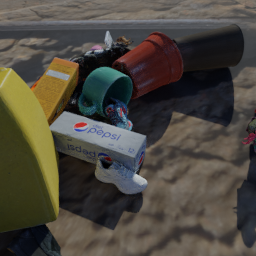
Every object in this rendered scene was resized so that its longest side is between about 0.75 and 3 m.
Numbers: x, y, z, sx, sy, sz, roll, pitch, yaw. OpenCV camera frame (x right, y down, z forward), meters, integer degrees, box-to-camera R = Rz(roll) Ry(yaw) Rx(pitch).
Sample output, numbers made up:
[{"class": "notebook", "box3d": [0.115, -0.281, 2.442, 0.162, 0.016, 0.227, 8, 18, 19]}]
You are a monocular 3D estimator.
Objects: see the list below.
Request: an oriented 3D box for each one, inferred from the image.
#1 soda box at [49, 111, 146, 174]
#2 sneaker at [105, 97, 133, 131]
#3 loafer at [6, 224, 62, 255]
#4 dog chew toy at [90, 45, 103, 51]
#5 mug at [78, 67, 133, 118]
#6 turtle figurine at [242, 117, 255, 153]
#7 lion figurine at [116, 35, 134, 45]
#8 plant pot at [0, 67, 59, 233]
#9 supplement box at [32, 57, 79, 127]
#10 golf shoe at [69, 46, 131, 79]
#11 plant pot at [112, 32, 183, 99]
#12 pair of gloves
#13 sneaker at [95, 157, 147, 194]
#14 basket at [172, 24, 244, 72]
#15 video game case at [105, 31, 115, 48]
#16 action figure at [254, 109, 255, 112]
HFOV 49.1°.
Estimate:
[{"class": "soda box", "box3d": [-0.857, 0.411, 7.809, 2.643, 0.838, 0.902, 16, 44, 17]}, {"class": "sneaker", "box3d": [-0.411, -0.319, 8.529, 0.664, 0.800, 1.675, -39, 37, 19]}, {"class": "loafer", "box3d": [-1.489, 2.771, 5.243, 0.872, 0.878, 2.411, -33, 41, -22]}, {"class": "dog chew toy", "box3d": [-1.327, -3.251, 12.102, 0.678, 0.678, 1.088, 0, 33, 0]}, {"class": "mug", "box3d": [-0.826, -1.204, 8.983, 1.127, 1.498, 1.823, 31, 16, 28]}, {"class": "turtle figurine", "box3d": [3.673, 0.049, 7.487, 0.932, 1.385, 1.851, 35, 22, 10]}, {"class": "lion figurine", "box3d": [-0.161, -4.158, 13.369, 0.787, 0.285, 0.482, 28, 54, 23]}, {"class": "plant pot", "box3d": [-3.103, 0.282, 6.042, 2.726, 2.807, 2.744, -9, 26, -10]}, {"class": "supplement box", "box3d": [-2.476, -1.001, 8.974, 0.980, 0.948, 2.850, 15, 50, -1]}, {"class": "golf shoe", "box3d": [-1.064, -2.775, 11.232, 2.768, 1.076, 1.308, -14, 31, -28]}, {"class": "plant pot", "box3d": [0.587, -2.107, 9.981, 1.917, 1.971, 1.971, -33, 51, -22]}, {"class": "pair of gloves", "box3d": [-2.304, -1.379, 10.239, 2.500, 0.309, 2.227, 5, 41, 1]}, {"class": "sneaker", "box3d": [-0.205, 1.200, 7.085, 1.465, 0.638, 0.546, 16, 44, 16]}, {"class": "basket", "box3d": [3.020, -3.063, 11.123, 2.346, 1.596, 2.116, -10, 0, -1]}, {"class": "video game case", "box3d": [-0.762, -3.634, 12.313, 0.119, 0.923, 1.015, -16, 39, 15]}, {"class": "action figure", "box3d": [4.522, -0.349, 9.150, 0.294, 0.232, 0.899, -10, 45, -15]}]
